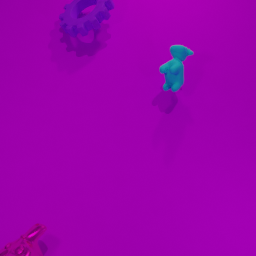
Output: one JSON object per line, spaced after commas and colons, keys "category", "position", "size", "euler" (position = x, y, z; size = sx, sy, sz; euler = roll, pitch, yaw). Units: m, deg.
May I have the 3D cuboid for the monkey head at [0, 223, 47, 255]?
{"category": "monkey head", "position": [-2.114, 2.770, 6.038], "size": [1.658, 0.999, 1.193], "euler": [-8, 25, 39]}

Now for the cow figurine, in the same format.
{"category": "cow figurine", "position": [1.422, -1.752, 8.116], "size": [0.664, 1.209, 1.190], "euler": [13, 39, 38]}

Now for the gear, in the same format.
{"category": "gear", "position": [-1.398, -3.891, 9.359], "size": [1.921, 0.355, 1.921], "euler": [-12, 57, 20]}
